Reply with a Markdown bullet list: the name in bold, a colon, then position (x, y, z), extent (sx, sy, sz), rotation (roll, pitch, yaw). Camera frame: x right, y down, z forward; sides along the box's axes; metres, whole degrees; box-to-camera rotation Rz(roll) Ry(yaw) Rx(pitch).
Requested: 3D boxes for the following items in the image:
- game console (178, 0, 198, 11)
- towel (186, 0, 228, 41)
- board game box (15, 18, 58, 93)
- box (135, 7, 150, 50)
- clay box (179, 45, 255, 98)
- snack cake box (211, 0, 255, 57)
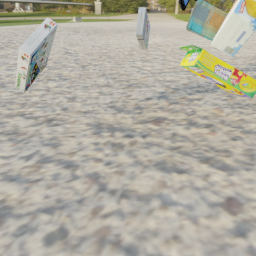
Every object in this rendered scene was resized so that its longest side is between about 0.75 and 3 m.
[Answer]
- **game console**: position (1.326, -2.893, 5.990), extent (0.123, 0.601, 1.019), rotation (5, 58, 41)
- **towel**: position (3.155, -3.967, 10.573), extent (1.723, 1.264, 0.187), rotation (20, -1, -12)
- **board game box**: position (-2.490, -1.872, 7.506), extent (0.337, 1.949, 1.230), rotation (33, 59, -10)
- **box**: position (0.564, -3.611, 10.309), extent (0.272, 1.030, 1.321), rotation (6, -7, 12)
- **clay box**: position (2.276, -1.501, 7.416), extent (2.082, 0.495, 1.196), rotation (25, 8, -11)
- **snack cake box**: position (3.891, -3.842, 9.157), extent (0.898, 1.537, 2.672), rotation (31, 68, 4)
